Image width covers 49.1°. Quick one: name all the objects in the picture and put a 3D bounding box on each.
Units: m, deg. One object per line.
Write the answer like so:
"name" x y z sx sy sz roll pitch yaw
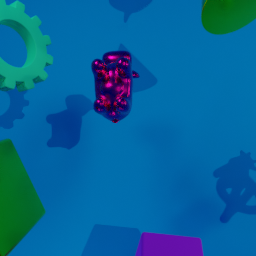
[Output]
"cube" -2.234 1.100 3.879 1.350 1.350 1.350 -23 95 9
"cube" 0.696 2.650 4.975 1.083 1.083 1.083 7 43 -2
"gear" -2.012 -1.411 4.820 0.286 1.548 1.548 -6 75 36
"cone" 1.604 -2.627 4.809 1.393 1.393 1.398 -19 63 -4
"cow figurine" -0.221 -0.792 5.199 0.825 1.478 1.502 -2 80 6
